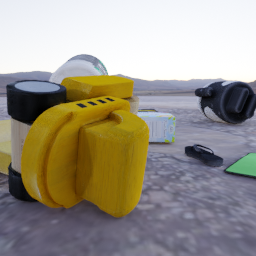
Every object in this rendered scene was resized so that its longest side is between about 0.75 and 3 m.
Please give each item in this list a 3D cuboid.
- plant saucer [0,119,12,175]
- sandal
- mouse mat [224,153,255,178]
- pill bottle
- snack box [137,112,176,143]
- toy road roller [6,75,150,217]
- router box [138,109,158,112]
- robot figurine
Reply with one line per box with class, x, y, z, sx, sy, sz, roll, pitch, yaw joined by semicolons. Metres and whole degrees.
plant saucer;-1.840;0.294;5.192;2.309;0.559;2.308;10;13;31
sandal;1.475;0.473;5.421;0.437;0.246;1.149;-2;8;-15
mouse mat;2.564;0.666;4.776;1.377;0.064;1.712;6;9;37
pill bottle;-1.345;-1.384;8.376;1.539;1.539;2.721;0;22;-2
snack box;0.161;-0.066;7.573;2.058;0.696;1.735;-1;7;3
toy road roller;-0.328;0.188;3.652;1.689;1.422;2.314;19;22;30
router box;-0.127;-0.297;9.528;2.302;0.601;1.810;0;8;0
robot figurine;3.854;-1.004;11.064;1.658;1.996;2.657;-30;15;-11
